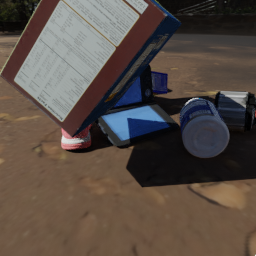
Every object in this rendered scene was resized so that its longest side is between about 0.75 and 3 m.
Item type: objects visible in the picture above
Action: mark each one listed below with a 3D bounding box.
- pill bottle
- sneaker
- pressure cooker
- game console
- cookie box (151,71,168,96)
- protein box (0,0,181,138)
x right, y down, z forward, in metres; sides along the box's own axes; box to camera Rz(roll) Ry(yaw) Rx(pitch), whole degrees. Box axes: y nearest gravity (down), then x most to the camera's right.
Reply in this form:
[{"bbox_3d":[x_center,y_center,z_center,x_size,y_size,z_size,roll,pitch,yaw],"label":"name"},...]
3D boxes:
[{"bbox_3d":[2.213,-0.141,8.513,1.251,1.251,2.255,3,23,6],"label":"pill bottle"},{"bbox_3d":[-1.679,-0.421,9.139,1.090,1.282,2.957,-5,23,-12],"label":"sneaker"},{"bbox_3d":[3.671,-0.542,9.346,1.517,1.355,1.334,6,13,24],"label":"pressure cooker"},{"bbox_3d":[0.194,-0.914,9.298,2.744,2.342,1.624,-15,16,-34],"label":"game console"},{"bbox_3d":[0.099,-1.792,11.458,2.374,0.892,2.031,0,-1,-39],"label":"cookie box"},{"bbox_3d":[-0.598,-1.799,6.211,1.949,2.889,2.868,41,23,0],"label":"protein box"}]
